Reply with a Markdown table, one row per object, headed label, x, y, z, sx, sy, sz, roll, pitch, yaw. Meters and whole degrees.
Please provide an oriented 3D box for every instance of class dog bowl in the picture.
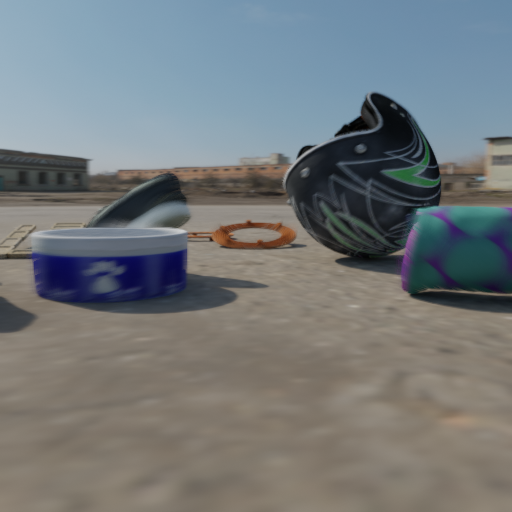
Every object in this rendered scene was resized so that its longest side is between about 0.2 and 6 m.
| label | x | y | z | sx | sy | sz | roll | pitch | yaw |
| --- | --- | --- | --- | --- | --- | --- | --- | --- | --- |
| dog bowl | -1.686 | 0.054 | 6.569 | 1.750 | 0.689 | 1.750 | 1 | 6 | 0 |

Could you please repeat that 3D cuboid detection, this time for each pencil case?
| label | x | y | z | sx | sy | sz | roll | pitch | yaw |
| --- | --- | --- | --- | --- | --- | --- | --- | --- | --- |
| pencil case | 2.722 | -0.011 | 5.923 | 2.249 | 0.957 | 1.039 | 3 | -28 | 17 |

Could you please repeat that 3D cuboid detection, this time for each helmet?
| label | x | y | z | sx | sy | sz | roll | pitch | yaw |
| --- | --- | --- | --- | --- | --- | --- | --- | --- | --- |
| helmet | 1.805 | -1.197 | 9.446 | 2.633 | 2.633 | 2.510 | 2 | 47 | 17 |

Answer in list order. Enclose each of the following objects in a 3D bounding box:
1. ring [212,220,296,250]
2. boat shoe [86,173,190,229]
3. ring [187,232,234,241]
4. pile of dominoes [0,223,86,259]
| label | x | y | z | sx | sy | sz | roll | pitch | yaw |
| --- | --- | --- | --- | --- | --- | --- | --- | --- | --- |
| ring | -0.043 | -0.492 | 12.001 | 1.807 | 0.173 | 1.807 | -1 | 20 | 0 |
| boat shoe | -1.919 | -0.469 | 8.106 | 2.271 | 0.685 | 0.859 | -21 | -16 | 24 |
| ring | -1.315 | -0.474 | 13.732 | 1.544 | 0.148 | 1.544 | -1 | 7 | 0 |
| pile of dominoes | -3.753 | -0.181 | 11.094 | 2.247 | 0.459 | 2.883 | -1 | 15 | -10 |
